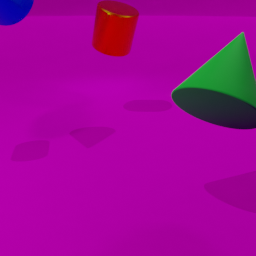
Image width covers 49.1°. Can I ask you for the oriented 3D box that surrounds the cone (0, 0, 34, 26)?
[{"bbox_3d":[-2.547,-2.650,5.066,1.219,1.219,1.223,4,4,8],"label":"cone"}]

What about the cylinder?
[{"bbox_3d":[-0.394,-2.942,8.290,1.224,1.224,1.224,10,39,-8],"label":"cylinder"}]

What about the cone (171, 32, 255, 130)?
[{"bbox_3d":[1.487,-0.848,4.109,1.317,1.322,1.317,22,-11,4],"label":"cone"}]
